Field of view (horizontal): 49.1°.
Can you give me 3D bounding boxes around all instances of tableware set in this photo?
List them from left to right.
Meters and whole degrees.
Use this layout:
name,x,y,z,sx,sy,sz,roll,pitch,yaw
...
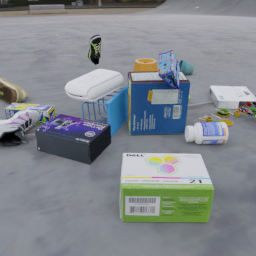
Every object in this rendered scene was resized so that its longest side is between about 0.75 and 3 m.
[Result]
name,x,y,z,sx,sy,sz,roll,pitch,yaw
tableware set,3.577,-0.422,10.576,1.641,0.252,1.105,-15,32,-28

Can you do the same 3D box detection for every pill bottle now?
name,x,y,z,sx,sy,sz,roll,pitch,yaw
pill bottle,2.493,0.166,8.976,1.235,0.692,0.692,-1,28,-2

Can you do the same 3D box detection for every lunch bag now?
name,x,y,z,sx,sy,sz,roll,pitch,yaw
lunch bag,1.311,-1.682,8.388,0.477,1.015,0.764,-9,64,28

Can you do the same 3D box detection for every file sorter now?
name,x,y,z,sx,sy,sz,roll,pitch,yaw
file sorter,-0.762,-0.658,10.040,1.075,1.216,1.752,6,28,19

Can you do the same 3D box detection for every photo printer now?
name,x,y,z,sx,sy,sz,roll,pitch,yaw
photo printer,-1.216,-1.456,9.669,1.722,0.598,1.433,-33,36,-33

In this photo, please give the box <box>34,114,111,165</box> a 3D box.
name,x,y,z,sx,sy,sz,roll,pitch,yaw
box,-1.676,0.287,8.706,1.926,0.760,1.360,12,32,21

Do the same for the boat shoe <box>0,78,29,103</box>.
name,x,y,z,sx,sy,sz,roll,pitch,yaw
boat shoe,-5.423,-1.721,12.566,2.637,0.945,1.004,29,25,32

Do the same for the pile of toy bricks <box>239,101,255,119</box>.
name,x,y,z,sx,sy,sz,roll,pitch,yaw
pile of toy bricks,4.810,-0.542,10.562,0.622,0.554,1.122,-46,34,-3

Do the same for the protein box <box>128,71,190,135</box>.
name,x,y,z,sx,sy,sz,roll,pitch,yaw
protein box,0.968,-0.877,9.652,1.905,1.891,1.285,-1,27,-3

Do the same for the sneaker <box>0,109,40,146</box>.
name,x,y,z,sx,sy,sz,roll,pitch,yaw
sneaker,-3.522,0.099,9.200,1.360,0.756,1.944,30,43,34

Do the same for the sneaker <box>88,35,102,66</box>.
name,x,y,z,sx,sy,sz,roll,pitch,yaw
sneaker,-1.286,-3.231,11.747,0.535,1.492,0.618,-27,71,-24

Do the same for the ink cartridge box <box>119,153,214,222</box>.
name,x,y,z,sx,sy,sz,roll,pitch,yaw
ink cartridge box,0.806,1.026,6.999,1.945,0.997,2.632,0,29,1

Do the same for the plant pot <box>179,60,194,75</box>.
name,x,y,z,sx,sy,sz,roll,pitch,yaw
plant pot,3.247,-3.312,15.618,0.753,0.802,0.802,13,26,-9

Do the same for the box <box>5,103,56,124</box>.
name,x,y,z,sx,sy,sz,roll,pitch,yaw
box,-3.627,-0.545,10.482,1.720,0.553,0.603,5,28,8

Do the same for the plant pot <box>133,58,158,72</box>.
name,x,y,z,sx,sy,sz,roll,pitch,yaw
plant pot,0.824,-2.458,13.174,1.567,1.434,1.567,0,27,0

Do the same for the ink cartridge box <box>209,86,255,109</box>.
name,x,y,z,sx,sy,sz,roll,pitch,yaw
ink cartridge box,4.535,-1.359,12.202,1.621,0.407,1.868,2,28,3
